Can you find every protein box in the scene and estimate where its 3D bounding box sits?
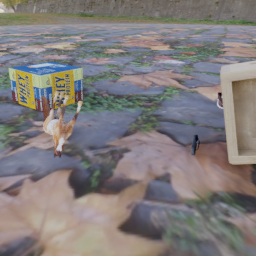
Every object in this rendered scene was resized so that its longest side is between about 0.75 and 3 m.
[{"bbox_3d":[-2.852,-1.535,9.904,1.793,1.218,1.806,18,28,33],"label":"protein box"}]

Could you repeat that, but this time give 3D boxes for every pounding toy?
[{"bbox_3d":[3.466,-0.355,6.134,2.535,2.334,1.803,-5,17,21],"label":"pounding toy"}]

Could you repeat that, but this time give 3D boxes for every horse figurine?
[{"bbox_3d":[-1.723,-0.201,6.884,0.504,1.340,2.021,13,9,-37],"label":"horse figurine"}]

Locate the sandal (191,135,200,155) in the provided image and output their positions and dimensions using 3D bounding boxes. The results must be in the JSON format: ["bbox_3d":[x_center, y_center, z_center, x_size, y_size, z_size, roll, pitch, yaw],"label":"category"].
[{"bbox_3d":[1.638,0.421,6.716,0.162,0.288,0.758,-2,29,21],"label":"sandal"}]

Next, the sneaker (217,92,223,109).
[{"bbox_3d":[3.238,-0.869,8.339,1.230,0.710,0.465,7,48,32],"label":"sneaker"}]
